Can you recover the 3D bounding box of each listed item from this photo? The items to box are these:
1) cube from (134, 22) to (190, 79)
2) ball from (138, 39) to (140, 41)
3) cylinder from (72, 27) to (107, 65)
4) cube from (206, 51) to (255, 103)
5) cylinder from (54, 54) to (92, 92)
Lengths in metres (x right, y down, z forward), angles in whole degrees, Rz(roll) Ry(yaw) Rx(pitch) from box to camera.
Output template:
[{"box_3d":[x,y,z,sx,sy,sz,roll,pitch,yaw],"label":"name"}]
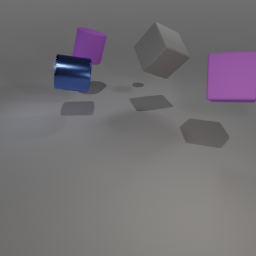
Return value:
[{"box_3d":[1.336,-3.058,11.227,1.400,1.400,1.400,9,53,-39],"label":"cube"},{"box_3d":[0.757,-4.053,13.786,0.700,0.700,0.700,0,29,0],"label":"ball"},{"box_3d":[-1.841,-3.916,13.359,1.400,1.400,1.400,14,24,-6],"label":"cylinder"},{"box_3d":[3.289,-1.540,8.789,1.400,1.400,1.400,3,3,23],"label":"cube"},{"box_3d":[-2.255,-2.221,11.466,1.400,1.400,1.400,5,28,-12],"label":"cylinder"}]
